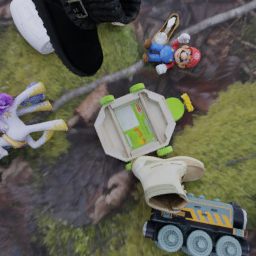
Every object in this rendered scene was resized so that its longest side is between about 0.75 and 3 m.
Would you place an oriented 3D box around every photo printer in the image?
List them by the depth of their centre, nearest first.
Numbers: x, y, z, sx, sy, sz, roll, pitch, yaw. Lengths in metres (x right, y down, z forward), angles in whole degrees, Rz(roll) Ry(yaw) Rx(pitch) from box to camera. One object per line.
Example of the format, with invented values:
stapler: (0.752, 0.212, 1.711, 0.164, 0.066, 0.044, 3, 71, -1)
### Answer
photo printer: (-2.408, -3.697, 9.050, 2.435, 0.846, 2.026, -36, 83, -5)

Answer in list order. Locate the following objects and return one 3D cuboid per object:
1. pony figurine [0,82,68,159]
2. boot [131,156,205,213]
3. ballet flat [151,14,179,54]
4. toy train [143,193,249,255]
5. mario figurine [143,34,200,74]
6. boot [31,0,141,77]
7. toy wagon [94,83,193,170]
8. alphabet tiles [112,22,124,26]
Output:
pony figurine: (-3.480, -0.262, 8.068, 2.654, 2.210, 2.562, -30, 89, -20)
boot: (1.320, 1.487, 7.564, 2.232, 1.726, 0.804, 5, 114, -16)
ballet flat: (1.191, -3.111, 9.148, 0.510, 0.469, 1.487, 30, 82, 5)
toy train: (1.920, 2.695, 7.829, 2.918, 1.243, 1.663, 10, 71, 3)
mario figurine: (1.360, -2.310, 8.720, 1.771, 1.094, 0.939, 8, 53, 7)
boot: (-0.710, -2.400, 6.297, 2.364, 3.162, 1.190, 8, 56, 28)
toy wagon: (0.541, -0.182, 8.592, 2.977, 0.589, 2.310, -22, 81, -4)
alphabet tiles: (-0.670, -3.804, 9.068, 0.041, 1.072, 1.289, -41, 81, 33)
